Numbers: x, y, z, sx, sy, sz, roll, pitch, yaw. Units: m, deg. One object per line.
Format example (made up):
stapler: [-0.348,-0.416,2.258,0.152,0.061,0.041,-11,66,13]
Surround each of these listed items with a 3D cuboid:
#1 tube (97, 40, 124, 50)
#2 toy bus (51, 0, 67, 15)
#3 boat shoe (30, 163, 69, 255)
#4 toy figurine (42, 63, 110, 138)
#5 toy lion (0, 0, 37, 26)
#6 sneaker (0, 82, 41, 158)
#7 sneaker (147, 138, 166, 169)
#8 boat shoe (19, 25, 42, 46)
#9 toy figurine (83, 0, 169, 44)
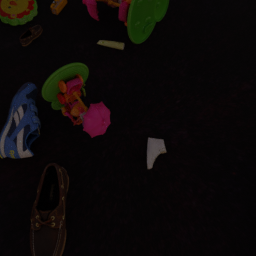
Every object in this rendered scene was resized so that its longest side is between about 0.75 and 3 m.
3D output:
tube: [-0.640,-3.111,10.388,0.982,0.285,0.255,12,84,7]
toy bus: [-2.757,-5.022,11.269,0.373,0.310,0.952,23,67,11]
boat shoe: [-2.132,2.265,7.452,0.940,0.939,2.670,-1,66,-2]
toy figurine: [-1.359,-0.498,8.239,1.571,2.093,1.926,-29,73,-32]
toy lion: [-4.565,-5.120,11.173,2.131,0.763,2.223,19,66,1]
sneaker: [-3.128,-0.212,8.676,1.038,0.933,2.524,9,71,1]
sneaker: [0.867,0.766,8.469,0.586,0.373,1.013,4,63,5]
boat shoe: [-3.644,-3.543,10.533,0.377,0.377,1.072,27,66,14]
toy figurine: [-0.268,-4.735,10.474,2.678,2.184,2.910,26,45,22]
